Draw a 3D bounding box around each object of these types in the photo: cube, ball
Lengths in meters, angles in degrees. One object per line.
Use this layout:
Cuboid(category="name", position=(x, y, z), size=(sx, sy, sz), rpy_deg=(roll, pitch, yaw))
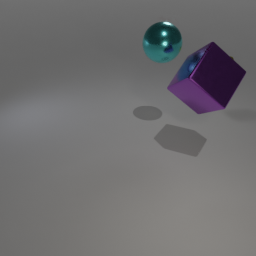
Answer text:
Cuboid(category="cube", position=(2.320, -1.427, 8.424), size=(1.400, 1.400, 1.400), rpy_deg=(-56, 12, -13))
Cuboid(category="ball", position=(1.205, -2.995, 9.851), size=(1.400, 1.400, 1.400), rpy_deg=(0, 30, 0))

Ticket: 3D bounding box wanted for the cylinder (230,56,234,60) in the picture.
Cuboid(category="cylinder", position=(4.153, -2.852, 12.314), size=(0.700, 0.700, 0.700), rpy_deg=(7, 28, -10))
